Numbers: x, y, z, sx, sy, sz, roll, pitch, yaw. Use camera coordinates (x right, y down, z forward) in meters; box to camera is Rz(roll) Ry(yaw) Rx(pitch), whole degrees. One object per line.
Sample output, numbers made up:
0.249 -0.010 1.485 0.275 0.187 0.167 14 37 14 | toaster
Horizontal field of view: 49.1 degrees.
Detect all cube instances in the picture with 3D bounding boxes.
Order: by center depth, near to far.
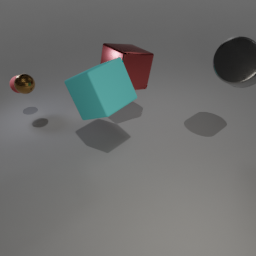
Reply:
-0.843 -1.205 8.785 1.400 1.400 1.400 -5 24 49 | cube
-0.101 -2.312 10.580 1.400 1.400 1.400 -11 34 -37 | cube

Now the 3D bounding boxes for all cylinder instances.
3.550 -2.027 8.870 1.400 1.400 1.400 19 12 28 | cylinder

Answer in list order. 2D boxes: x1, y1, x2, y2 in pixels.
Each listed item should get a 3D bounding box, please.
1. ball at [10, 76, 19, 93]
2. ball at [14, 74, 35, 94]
-4.419 -1.765 11.355 0.700 0.700 0.700 0 32 0 | ball
-3.616 -1.541 9.804 0.700 0.700 0.700 0 32 0 | ball
